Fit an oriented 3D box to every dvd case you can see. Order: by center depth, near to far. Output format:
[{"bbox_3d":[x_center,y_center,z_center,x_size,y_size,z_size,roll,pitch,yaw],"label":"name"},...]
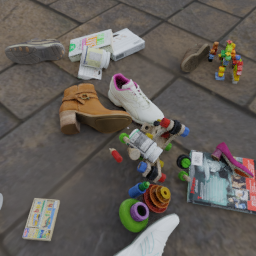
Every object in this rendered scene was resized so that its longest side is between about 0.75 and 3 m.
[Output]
[{"bbox_3d":[3.502,1.844,9.698,2.768,0.305,2.021,9,53,5],"label":"dvd case"}]

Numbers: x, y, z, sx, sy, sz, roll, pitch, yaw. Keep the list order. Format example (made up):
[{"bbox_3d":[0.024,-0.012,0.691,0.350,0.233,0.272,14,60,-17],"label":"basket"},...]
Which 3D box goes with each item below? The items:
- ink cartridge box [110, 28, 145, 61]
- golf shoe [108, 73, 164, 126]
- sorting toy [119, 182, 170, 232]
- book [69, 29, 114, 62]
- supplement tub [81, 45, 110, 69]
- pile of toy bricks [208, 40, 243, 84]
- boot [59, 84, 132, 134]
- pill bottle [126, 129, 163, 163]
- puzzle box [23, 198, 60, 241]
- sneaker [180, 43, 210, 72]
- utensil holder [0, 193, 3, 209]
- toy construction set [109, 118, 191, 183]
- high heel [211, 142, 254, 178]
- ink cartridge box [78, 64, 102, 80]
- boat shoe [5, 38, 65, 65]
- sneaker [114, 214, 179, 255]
[{"bbox_3d":[-0.358,-4.298,14.350,1.889,0.411,1.639,-29,53,-20],"label":"ink cartridge box"},{"bbox_3d":[0.276,-1.138,11.368,2.879,1.318,1.084,36,60,22],"label":"golf shoe"},{"bbox_3d":[0.612,2.224,8.559,1.993,0.818,1.197,-25,76,-47],"label":"sorting toy"},{"bbox_3d":[-1.821,-4.110,13.930,2.170,0.521,1.450,-12,51,10],"label":"book"},{"bbox_3d":[-1.532,-3.283,13.085,1.249,0.906,0.906,9,51,-14],"label":"supplement tub"},{"bbox_3d":[4.637,-3.442,13.123,1.455,1.295,2.622,7,53,6],"label":"pile of toy bricks"},{"bbox_3d":[-1.348,-0.864,11.425,2.880,1.104,2.236,-9,50,3],"label":"boot"},{"bbox_3d":[0.539,0.605,9.326,1.139,0.644,0.644,38,60,11],"label":"pill bottle"},{"bbox_3d":[-2.754,2.903,8.964,0.861,0.165,1.294,3,53,3],"label":"puzzle box"},{"bbox_3d":[3.078,-3.410,13.595,0.838,0.781,2.218,23,51,40],"label":"sneaker"},{"bbox_3d":[-4.625,2.380,9.010,0.892,0.758,0.758,7,53,2],"label":"utensil holder"},{"bbox_3d":[0.653,0.628,9.853,2.665,2.223,2.048,-1,11,-16],"label":"toy construction set"},{"bbox_3d":[3.748,1.079,9.732,1.587,0.535,0.763,35,70,28],"label":"high heel"},{"bbox_3d":[-1.782,-2.617,13.225,1.058,0.265,0.852,13,51,-13],"label":"ink cartridge box"},{"bbox_3d":[-4.514,-3.799,13.710,2.782,1.036,1.020,-5,43,-15],"label":"boat shoe"},{"bbox_3d":[0.558,3.575,8.084,2.721,0.957,1.090,-36,73,-19],"label":"sneaker"}]
